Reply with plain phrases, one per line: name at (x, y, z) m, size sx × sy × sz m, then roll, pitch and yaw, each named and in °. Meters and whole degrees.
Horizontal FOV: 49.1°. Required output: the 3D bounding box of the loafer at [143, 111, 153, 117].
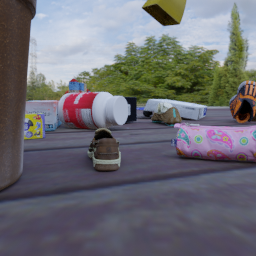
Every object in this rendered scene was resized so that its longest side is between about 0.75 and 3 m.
loafer at (0.914, -0.715, 13.835) m, size 0.392 × 0.379 × 1.116 m, roll -11°, pitch 1°, yaw 21°

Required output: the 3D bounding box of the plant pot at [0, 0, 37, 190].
plant pot at (-1.763, -0.525, 2.345) m, size 2.092 × 2.071 × 2.092 m, roll 1°, pitch 5°, yaw 0°

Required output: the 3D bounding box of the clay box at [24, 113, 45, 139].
clay box at (-2.068, -0.025, 5.441) m, size 0.866 × 0.498 × 0.206 m, roll -5°, pitch 7°, yaw -36°

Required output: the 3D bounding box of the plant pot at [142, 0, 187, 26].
plant pot at (1.076, -3.411, 7.664) m, size 0.895 × 0.790 × 0.895 m, roll 28°, pitch 3°, yaw -29°

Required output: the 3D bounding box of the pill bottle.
pill bottle at (-0.939, -0.471, 7.579) m, size 1.768 × 0.992 × 0.992 m, roll 2°, pitch 6°, yaw 29°

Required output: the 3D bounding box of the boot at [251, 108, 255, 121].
boot at (5.244, -0.533, 10.986) m, size 1.113 × 0.530 × 1.438 m, roll 4°, pitch 8°, yaw -3°

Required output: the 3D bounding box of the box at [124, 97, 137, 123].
box at (-0.650, -0.617, 9.590) m, size 1.452 × 0.902 × 1.464 m, roll 3°, pitch 6°, yaw 30°

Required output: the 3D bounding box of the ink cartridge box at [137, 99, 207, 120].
ink cartridge box at (1.940, -0.953, 12.755) m, size 2.991 × 0.607 × 2.985 m, roll 10°, pitch 8°, yaw 19°

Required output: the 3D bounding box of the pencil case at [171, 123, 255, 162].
pencil case at (1.118, 0.169, 3.530) m, size 1.074 × 0.469 × 0.469 m, roll 3°, pitch 6°, yaw 21°

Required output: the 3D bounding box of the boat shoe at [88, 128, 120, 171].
boat shoe at (-0.271, 0.203, 3.427) m, size 0.410 × 0.410 × 1.109 m, roll -1°, pitch 5°, yaw -13°

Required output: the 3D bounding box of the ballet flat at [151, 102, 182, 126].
ballet flat at (1.215, -0.493, 9.258) m, size 0.669 × 0.714 × 1.973 m, roll -7°, pitch 6°, yaw -8°

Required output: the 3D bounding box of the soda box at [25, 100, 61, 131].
soda box at (-2.325, -0.395, 7.912) m, size 0.716 × 0.770 × 2.252 m, roll -1°, pitch 5°, yaw -8°

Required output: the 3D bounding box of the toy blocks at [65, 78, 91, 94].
toy blocks at (-1.952, -1.060, 10.787) m, size 1.146 × 1.568 × 2.294 m, roll 1°, pitch 5°, yaw 9°

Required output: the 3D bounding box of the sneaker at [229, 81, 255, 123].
sneaker at (4.051, -0.611, 10.084) m, size 0.852 × 1.230 × 2.196 m, roll 13°, pitch -25°, yaw 18°
